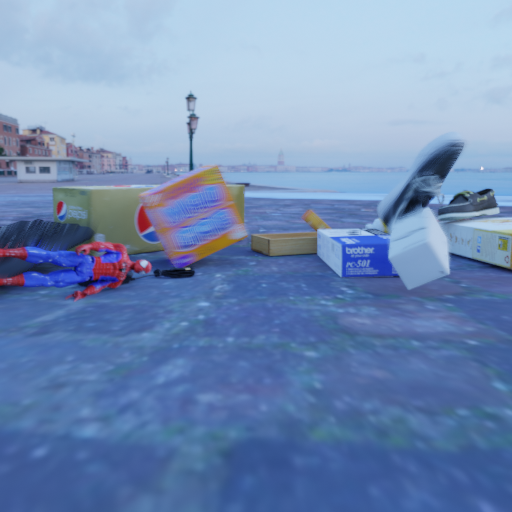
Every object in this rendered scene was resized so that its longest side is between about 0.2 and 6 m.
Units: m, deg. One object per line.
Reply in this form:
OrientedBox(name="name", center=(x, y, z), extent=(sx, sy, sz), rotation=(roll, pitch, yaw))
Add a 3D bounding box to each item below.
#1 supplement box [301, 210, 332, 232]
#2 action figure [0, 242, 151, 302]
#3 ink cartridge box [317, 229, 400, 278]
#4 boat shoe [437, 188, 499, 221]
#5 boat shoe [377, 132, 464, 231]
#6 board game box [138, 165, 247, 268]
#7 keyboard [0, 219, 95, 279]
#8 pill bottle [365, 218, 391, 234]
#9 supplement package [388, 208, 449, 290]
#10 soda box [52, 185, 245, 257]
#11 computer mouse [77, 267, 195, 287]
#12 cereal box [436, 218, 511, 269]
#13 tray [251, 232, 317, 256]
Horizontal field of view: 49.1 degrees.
OrientedBox(name="supplement box", center=(1.175, -0.610, 10.799), extent=(0.624, 0.208, 0.215), rotation=(41, -13, -8))
OrientedBox(name="action figure", center=(-2.174, 0.164, 6.811), extent=(0.531, 0.673, 2.056), rotation=(14, 12, 43))
OrientedBox(name="ink cartridge box", center=(1.721, -0.098, 9.226), extent=(1.114, 0.524, 2.370), rotation=(-1, 8, -2))
OrientedBox(name="boat shoe", center=(4.002, -0.983, 10.669), extent=(1.781, 0.536, 0.635), rotation=(-9, 3, -40))
OrientedBox(name="boat shoe", center=(3.180, -1.315, 10.582), extent=(0.799, 2.164, 0.739), rotation=(20, 33, -38))
OrientedBox(name="board game box", center=(-1.083, -0.678, 9.318), extent=(1.263, 1.263, 1.264), rotation=(-26, 14, -11))
OrientedBox(name="keyboard", center=(-3.969, -0.200, 7.724), extent=(2.085, 0.794, 4.006), rotation=(1, 14, 7))
OrientedBox(name="pill bottle", center=(2.862, -0.614, 12.220), extent=(0.875, 0.490, 0.490), rotation=(-16, 8, 0))
OrientedBox(name="supplement package", center=(2.059, -0.102, 7.090), extent=(0.544, 0.546, 0.931), rotation=(-26, 21, 28))
OrientedBox(name="soda box", center=(-2.026, -0.826, 11.599), extent=(1.363, 1.288, 4.025), rotation=(8, 12, 41))
OrientedBox(name="computer mouse", center=(-1.679, 0.216, 7.894), extent=(1.712, 0.291, 0.502), rotation=(-4, 8, -30))
OrientedBox(name="cereal box", center=(4.777, -0.284, 9.999), extent=(2.380, 0.654, 3.308), rotation=(-1, 8, -7))
OrientedBox(name="tray", center=(0.961, -0.251, 10.972), extent=(1.927, 0.357, 0.950), rotation=(-2, 8, -22))
